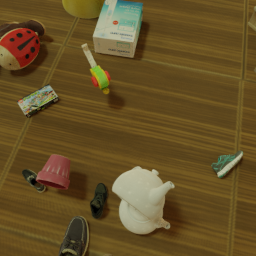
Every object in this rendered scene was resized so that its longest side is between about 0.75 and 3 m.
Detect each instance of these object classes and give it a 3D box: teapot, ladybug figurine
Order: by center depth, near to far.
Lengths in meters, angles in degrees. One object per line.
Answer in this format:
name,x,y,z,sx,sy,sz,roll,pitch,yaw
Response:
teapot,0.457,1.803,8.457,1.756,1.733,1.282,31,76,22
teapot,0.429,2.765,9.583,1.660,1.213,1.639,-8,63,-3
ladybug figurine,-4.892,-3.658,12.710,1.591,0.843,2.344,47,62,-27

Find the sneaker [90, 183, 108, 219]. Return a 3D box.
sneaker,-1.034,2.524,9.989,0.490,0.734,1.281,11,61,3

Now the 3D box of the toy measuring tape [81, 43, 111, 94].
toy measuring tape,-1.222,-2.285,10.929,0.773,0.773,2.102,-28,107,-14

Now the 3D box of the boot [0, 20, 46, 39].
boot,-5.271,-4.453,13.260,2.294,0.830,1.908,12,42,21

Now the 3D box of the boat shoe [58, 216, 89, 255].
boat shoe,-1.838,4.041,9.183,0.835,0.752,2.321,10,63,5

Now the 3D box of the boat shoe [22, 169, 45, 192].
boat shoe,-3.559,1.911,10.492,1.162,0.393,0.417,38,70,19

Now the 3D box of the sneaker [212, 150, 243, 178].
sneaker,3.804,1.240,10.766,1.435,0.557,0.655,-36,65,-18

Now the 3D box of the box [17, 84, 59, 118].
box,-3.900,-1.194,12.141,1.560,0.271,0.859,-33,68,-15

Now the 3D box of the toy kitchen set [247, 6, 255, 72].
toy kitchen set,6.413,-4.483,12.654,2.600,2.352,2.882,-32,67,-15

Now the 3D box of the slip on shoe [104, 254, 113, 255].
slip on shoe,-0.984,4.896,8.852,0.705,0.562,1.856,30,67,14

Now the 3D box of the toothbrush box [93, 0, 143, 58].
toothbrush box,-0.433,-4.848,13.543,1.921,1.119,2.623,11,65,6

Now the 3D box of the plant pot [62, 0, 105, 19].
plant pot,-2.147,-7.384,14.343,2.819,2.001,2.819,0,63,1

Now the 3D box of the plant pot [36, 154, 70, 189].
plant pot,-2.457,1.487,9.633,1.093,1.093,0.978,12,66,6
